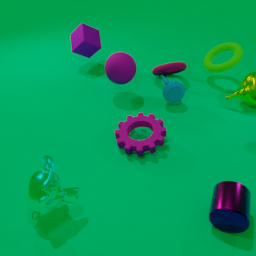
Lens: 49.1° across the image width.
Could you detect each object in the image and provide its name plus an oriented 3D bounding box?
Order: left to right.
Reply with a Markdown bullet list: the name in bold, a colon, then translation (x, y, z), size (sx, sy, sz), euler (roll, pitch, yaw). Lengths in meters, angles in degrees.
- **monkey head**: translation (-1.602, 1.322, 5.871), size (1.018, 1.416, 0.853), euler (14, -6, -35)
- **cube**: translation (-1.681, -3.461, 11.162), size (0.864, 0.864, 0.864), euler (9, 65, -42)
- **ball**: translation (-0.245, -2.000, 9.400), size (1.068, 1.068, 1.068), euler (0, 39, 0)
- **gear**: translation (0.353, 0.151, 7.835), size (1.410, 0.261, 1.410), euler (-6, 46, 6)
- **ring**: translation (1.551, -2.206, 10.510), size (1.307, 0.261, 1.307), euler (-9, 1, 0)
- **teapot**: translation (1.464, -1.253, 9.267), size (0.744, 1.197, 0.586), euler (-36, 25, 12)
- **ring**: translation (3.489, -2.600, 10.312), size (1.423, 0.285, 1.423), euler (-23, 42, 22)
- **cylinder**: translation (2.150, 1.654, 5.892), size (0.783, 0.783, 0.783), euler (13, 41, 16)
- **teapot**: translation (4.104, -1.229, 9.285), size (1.854, 0.908, 1.153), euler (-15, 85, -23)
